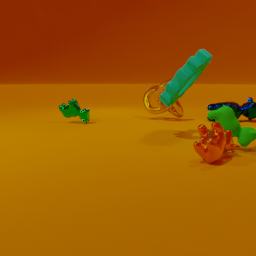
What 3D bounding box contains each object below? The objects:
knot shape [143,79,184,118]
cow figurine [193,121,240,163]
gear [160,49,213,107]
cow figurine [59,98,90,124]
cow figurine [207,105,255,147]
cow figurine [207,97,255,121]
[{"bbox_3d":[1.413,-1.128,10.185,1.654,1.548,0.764,24,45,7],"label":"knot shape"},{"bbox_3d":[1.679,0.336,5.292,0.549,0.985,1.001,-13,36,40],"label":"cow figurine"},{"bbox_3d":[1.462,-1.245,7.124,0.302,1.633,1.633,43,21,9],"label":"gear"},{"bbox_3d":[-1.804,-0.517,9.644,0.976,0.960,0.536,-21,13,23],"label":"cow figurine"},{"bbox_3d":[2.259,-0.052,5.962,0.953,0.969,0.532,-15,3,15],"label":"cow figurine"},{"bbox_3d":[3.814,-0.627,10.121,1.548,0.863,1.573,-14,13,-42],"label":"cow figurine"}]
